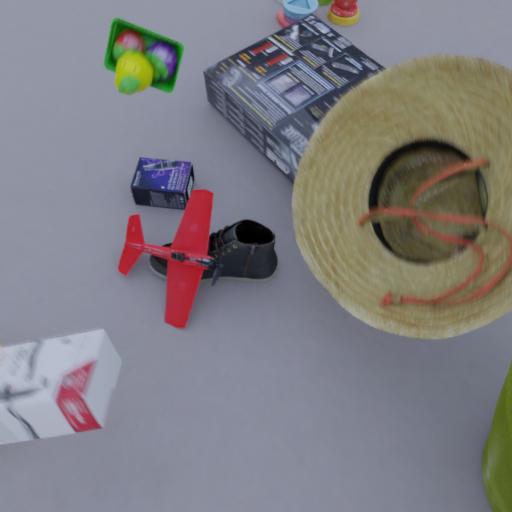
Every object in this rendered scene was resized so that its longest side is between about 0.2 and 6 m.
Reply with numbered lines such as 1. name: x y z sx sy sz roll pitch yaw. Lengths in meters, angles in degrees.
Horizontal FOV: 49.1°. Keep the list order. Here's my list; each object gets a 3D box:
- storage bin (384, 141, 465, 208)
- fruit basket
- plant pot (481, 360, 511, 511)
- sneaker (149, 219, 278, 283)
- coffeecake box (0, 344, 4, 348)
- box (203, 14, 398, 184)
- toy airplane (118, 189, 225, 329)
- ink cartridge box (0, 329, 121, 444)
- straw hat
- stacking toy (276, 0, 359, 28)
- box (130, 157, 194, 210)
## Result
1. storage bin: 2.581 -1.206 8.571 1.696 1.235 1.139 -39 81 -7
2. fruit basket: -1.537 -2.594 7.445 1.110 0.801 1.110 16 28 -9
3. plant pot: 3.618 1.959 5.396 3.138 3.021 3.138 -1 59 2
4. sneaker: -0.626 -0.129 7.958 1.877 0.997 0.702 0 58 0
5. coffeecake box: -3.768 1.839 6.980 1.462 0.534 1.122 -26 61 -16
6. box: 0.999 -2.614 9.554 2.487 0.785 3.154 -34 62 -17
7. toy airplane: -1.241 -0.063 7.876 2.003 0.368 2.003 -5 81 33
8. ink cartridge box: -2.168 1.350 5.804 1.282 0.531 0.941 -11 35 8
9. straw hat: 2.204 -0.586 7.037 3.439 1.455 3.439 -10 72 33
10. stacking toy: 1.182 -5.350 11.454 1.677 0.708 1.518 -16 59 -11
11. box: -1.482 -1.151 8.927 0.888 0.463 0.657 5 58 3
